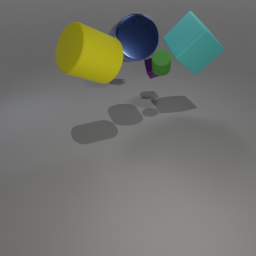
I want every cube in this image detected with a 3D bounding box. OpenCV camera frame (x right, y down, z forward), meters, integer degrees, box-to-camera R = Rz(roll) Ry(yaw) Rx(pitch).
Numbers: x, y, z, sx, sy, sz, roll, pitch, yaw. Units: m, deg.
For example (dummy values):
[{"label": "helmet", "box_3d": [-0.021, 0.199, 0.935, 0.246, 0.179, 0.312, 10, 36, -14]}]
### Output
[{"label": "cube", "box_3d": [2.463, -3.189, 10.613, 1.400, 1.400, 1.400, 23, 36, -41]}, {"label": "cube", "box_3d": [1.215, -2.807, 12.984, 0.700, 0.700, 0.700, -14, -17, 15]}]

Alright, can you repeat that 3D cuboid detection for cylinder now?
[{"label": "cylinder", "box_3d": [1.233, -2.397, 10.346, 0.700, 0.700, 0.700, -2, 68, 5]}, {"label": "cylinder", "box_3d": [0.136, -2.914, 9.252, 1.400, 1.400, 1.400, -8, 13, -13]}, {"label": "cylinder", "box_3d": [-1.096, -2.096, 7.992, 1.400, 1.400, 1.400, 7, 18, -45]}]
